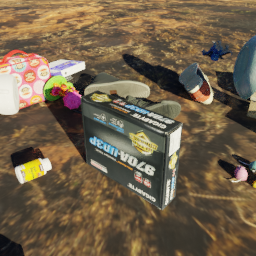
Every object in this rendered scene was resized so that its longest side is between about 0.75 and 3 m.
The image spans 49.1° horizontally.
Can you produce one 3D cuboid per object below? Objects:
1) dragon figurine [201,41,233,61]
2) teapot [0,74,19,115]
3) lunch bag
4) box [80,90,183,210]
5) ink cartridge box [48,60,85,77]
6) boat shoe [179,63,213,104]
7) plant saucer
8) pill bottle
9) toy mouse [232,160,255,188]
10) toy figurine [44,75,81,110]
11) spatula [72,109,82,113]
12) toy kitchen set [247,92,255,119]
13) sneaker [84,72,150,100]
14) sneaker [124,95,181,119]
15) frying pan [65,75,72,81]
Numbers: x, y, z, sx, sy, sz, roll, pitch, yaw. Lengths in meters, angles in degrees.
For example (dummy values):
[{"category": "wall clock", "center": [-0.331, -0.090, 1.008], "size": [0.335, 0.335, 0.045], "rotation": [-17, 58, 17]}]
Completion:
[{"category": "dragon figurine", "center": [3.210, -2.617, 9.912], "size": [0.433, 0.732, 1.473], "rotation": [-13, 41, -24]}, {"category": "teapot", "center": [-3.527, -0.909, 7.671], "size": [0.890, 1.218, 1.203], "rotation": [-4, 46, -14]}, {"category": "lunch bag", "center": [-4.006, -1.802, 10.264], "size": [2.328, 2.050, 0.954], "rotation": [-24, 39, -34]}, {"category": "box", "center": [-0.012, 0.432, 6.585], "size": [2.570, 2.042, 0.591], "rotation": [25, 39, 35]}, {"category": "ink cartridge box", "center": [-3.360, -2.807, 13.355], "size": [1.892, 0.414, 1.910], "rotation": [15, 33, 37]}, {"category": "boat shoe", "center": [2.825, -1.876, 11.574], "size": [0.904, 1.028, 2.888], "rotation": [39, 23, -17]}, {"category": "plant saucer", "center": [3.706, -1.961, 8.721], "size": [0.408, 2.121, 2.121], "rotation": [10, 32, 1]}, {"category": "pill bottle", "center": [-2.392, 1.050, 7.106], "size": [0.815, 0.445, 0.445], "rotation": [-21, 37, -31]}, {"category": "toy mouse", "center": [3.177, 1.095, 7.216], "size": [1.302, 0.252, 1.157], "rotation": [-4, 31, -6]}, {"category": "toy figurine", "center": [-2.232, -1.209, 10.674], "size": [1.322, 1.078, 1.436], "rotation": [36, 20, 25]}, {"category": "spatula", "center": [-1.634, -0.555, 10.107], "size": [0.897, 0.092, 0.253], "rotation": [13, 33, 21]}, {"category": "toy kitchen set", "center": [4.708, -0.614, 8.714], "size": [1.992, 1.625, 1.797], "rotation": [23, 38, 33]}, {"category": "sneaker", "center": [-0.390, -1.736, 11.122], "size": [2.520, 0.942, 1.339], "rotation": [1, 38, 5]}, {"category": "sneaker", "center": [0.603, -0.681, 9.554], "size": [2.285, 0.874, 1.309], "rotation": [-14, 40, -12]}, {"category": "frying pan", "center": [-3.006, -2.464, 13.240], "size": [0.599, 0.161, 0.991], "rotation": [-14, 37, -23]}]
